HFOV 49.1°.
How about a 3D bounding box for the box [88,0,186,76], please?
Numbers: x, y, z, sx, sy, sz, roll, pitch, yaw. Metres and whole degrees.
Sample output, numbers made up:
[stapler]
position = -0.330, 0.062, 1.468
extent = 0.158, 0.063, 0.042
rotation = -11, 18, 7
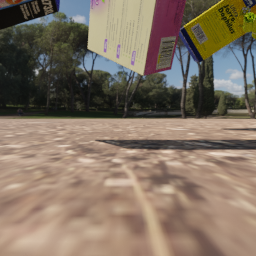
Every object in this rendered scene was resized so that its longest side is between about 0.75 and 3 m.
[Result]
[box]
position = 0.138, -2.922, 7.662
extent = 1.187, 2.161, 2.456
rotation = -21, 41, -40

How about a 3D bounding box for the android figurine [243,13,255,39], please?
[android figurine]
position = 3.297, -2.127, 6.266
extent = 1.480, 0.334, 1.626
rotation = 32, 5, 19

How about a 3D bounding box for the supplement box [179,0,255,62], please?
[supplement box]
position = 2.842, -3.179, 8.802
extent = 2.225, 1.218, 1.211
rotation = -32, 9, 14

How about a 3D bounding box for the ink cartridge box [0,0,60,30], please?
[ink cartridge box]
position = -1.762, -2.055, 4.284
extent = 2.217, 0.411, 1.050
rotation = -25, -9, -11
